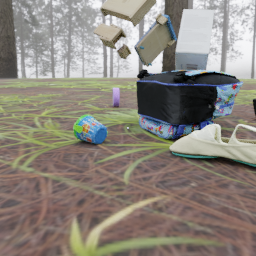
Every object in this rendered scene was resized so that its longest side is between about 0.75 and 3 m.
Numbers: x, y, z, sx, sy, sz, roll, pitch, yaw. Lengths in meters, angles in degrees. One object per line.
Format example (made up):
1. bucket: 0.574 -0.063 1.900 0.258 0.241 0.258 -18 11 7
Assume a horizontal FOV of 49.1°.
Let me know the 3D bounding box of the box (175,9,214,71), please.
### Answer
1. box: 2.544 -3.148 10.801 1.175 2.210 1.683 7 -28 13

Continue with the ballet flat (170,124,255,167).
1. ballet flat: 2.230 0.314 6.310 2.660 0.924 0.924 7 15 29

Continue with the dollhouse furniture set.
1. dollhouse furniture set: 0.158 -3.056 9.388 1.532 2.217 2.348 34 -9 38

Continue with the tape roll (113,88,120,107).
1. tape roll: -0.615 -1.573 14.392 0.315 0.959 0.959 -1 13 -4

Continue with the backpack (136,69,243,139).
1. backpack: 2.033 -0.905 9.078 2.967 1.996 2.709 -7 15 -26

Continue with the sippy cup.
1. sippy cup: -0.990 0.090 7.777 0.724 0.776 0.988 23 42 35

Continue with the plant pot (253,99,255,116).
1. plant pot: 5.480 -0.701 10.855 0.943 0.837 0.941 -7 14 -32
